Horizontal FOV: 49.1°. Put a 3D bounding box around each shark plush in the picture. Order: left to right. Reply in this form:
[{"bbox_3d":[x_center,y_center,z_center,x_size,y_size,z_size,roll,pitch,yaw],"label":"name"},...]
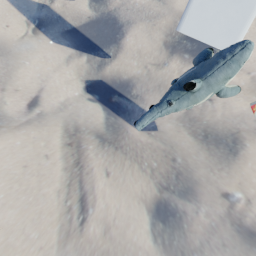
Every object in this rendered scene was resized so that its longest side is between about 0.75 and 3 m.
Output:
[{"bbox_3d":[0.864,-0.653,4.087,1.904,0.793,0.865,-22,88,3],"label":"shark plush"}]

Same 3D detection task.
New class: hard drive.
[{"bbox_3d":[2.507,-3.345,6.971,1.673,2.536,0.322,25,25,3],"label":"hard drive"}]

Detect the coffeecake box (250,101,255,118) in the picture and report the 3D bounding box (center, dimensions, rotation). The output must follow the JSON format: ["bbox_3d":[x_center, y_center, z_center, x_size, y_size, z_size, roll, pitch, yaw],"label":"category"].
[{"bbox_3d":[3.350,-0.153,6.110,0.917,0.437,1.195,-24,92,24],"label":"coffeecake box"}]
